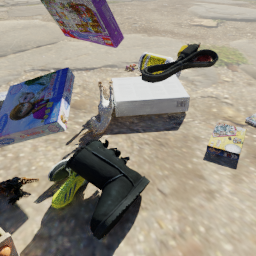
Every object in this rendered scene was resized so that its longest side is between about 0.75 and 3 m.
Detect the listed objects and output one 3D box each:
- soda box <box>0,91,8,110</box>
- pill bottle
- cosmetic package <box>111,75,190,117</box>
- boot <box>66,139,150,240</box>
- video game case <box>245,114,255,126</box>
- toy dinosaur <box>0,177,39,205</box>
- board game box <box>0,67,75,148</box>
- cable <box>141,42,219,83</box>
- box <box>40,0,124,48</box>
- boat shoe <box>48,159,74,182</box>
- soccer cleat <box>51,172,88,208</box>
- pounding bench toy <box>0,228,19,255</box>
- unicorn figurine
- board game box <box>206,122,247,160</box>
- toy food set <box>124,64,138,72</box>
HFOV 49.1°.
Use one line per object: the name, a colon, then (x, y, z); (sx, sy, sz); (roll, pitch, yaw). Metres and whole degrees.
soda box: (-4.467, -1.069, 11.318); (2.286, 0.780, 0.725); (-16, 37, -22)
pill bottle: (1.595, -3.049, 13.949); (1.974, 1.128, 1.128); (21, 39, 27)
cosmetic package: (0.842, -1.437, 11.867); (2.968, 0.767, 2.238); (-4, 36, -5)
boot: (-0.724, 1.372, 7.119); (1.987, 0.897, 2.425); (37, 38, 12)
video game case: (5.116, -0.255, 10.731); (0.805, 0.102, 0.883); (-21, 40, -28)
toy dinosaur: (-3.130, 1.557, 7.690); (1.231, 0.629, 0.836); (-33, 25, -8)
board game box: (-2.672, -0.626, 8.033); (2.158, 0.445, 2.163); (-14, 49, 16)
cable: (1.272, -1.407, 6.534); (1.075, 0.557, 2.213); (34, 56, 25)
box: (-1.638, -3.834, 9.587); (2.821, 1.931, 0.552); (24, 71, 34)
boat shoe: (-1.676, 1.171, 8.240); (0.433, 0.542, 1.434); (19, 39, 35)
soccer cleat: (-1.544, 1.517, 7.624); (0.501, 0.649, 1.551); (18, 38, 25)
pounding bench toy: (-3.007, 2.313, 5.565); (1.285, 1.648, 1.024); (24, 41, 32)
unicorn figurine: (-0.896, -0.810, 10.480); (0.917, 1.705, 2.483); (7, 18, 15)
board game box: (3.391, 0.408, 9.596); (1.058, 0.270, 1.561); (16, 38, 22)
toy food set: (0.215, -3.322, 15.195); (0.615, 0.152, 0.968); (21, 40, 28)
